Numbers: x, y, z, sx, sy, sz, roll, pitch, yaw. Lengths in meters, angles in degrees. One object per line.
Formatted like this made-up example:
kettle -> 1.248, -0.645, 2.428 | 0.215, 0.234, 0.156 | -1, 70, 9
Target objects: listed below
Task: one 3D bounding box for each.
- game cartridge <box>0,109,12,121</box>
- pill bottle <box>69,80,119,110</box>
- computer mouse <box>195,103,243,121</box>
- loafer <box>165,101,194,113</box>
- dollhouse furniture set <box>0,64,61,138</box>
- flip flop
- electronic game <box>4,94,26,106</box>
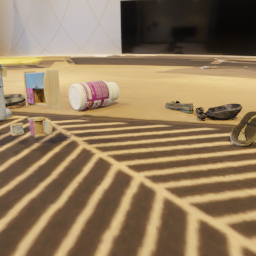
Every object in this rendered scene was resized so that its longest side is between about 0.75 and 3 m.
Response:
game cartridge -> -5.849, -0.567, 11.676 | 1.698, 0.344, 1.132 | 1, 15, 2
pill bottle -> -1.545, -1.589, 13.222 | 2.215, 1.244, 1.244 | -15, 24, -35
computer mouse -> 3.774, -0.599, 11.618 | 1.867, 0.492, 1.293 | -9, 19, 11
loafer -> 2.361, -1.051, 12.798 | 0.555, 0.486, 1.545 | -16, 25, -40
dollhouse furniture set -> -3.314, -0.644, 7.744 | 2.395, 2.261, 1.563 | -11, 14, -41
flip flop -> 4.203, 0.069, 9.404 | 0.934, 0.663, 2.302 | 21, 43, 40
electronic game -> -5.996, -1.299, 13.601 | 2.059, 0.429, 2.059 | -4, 18, 1
